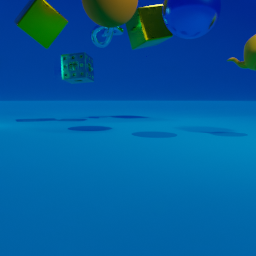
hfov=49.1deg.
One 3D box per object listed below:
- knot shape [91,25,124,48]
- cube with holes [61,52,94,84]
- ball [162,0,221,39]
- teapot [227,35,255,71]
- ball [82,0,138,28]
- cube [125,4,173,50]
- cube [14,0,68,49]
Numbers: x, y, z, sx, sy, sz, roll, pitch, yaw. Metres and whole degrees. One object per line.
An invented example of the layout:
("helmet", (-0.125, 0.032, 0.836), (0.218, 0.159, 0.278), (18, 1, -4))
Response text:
("knot shape", (-0.777, -4.095, 11.840), (1.506, 0.696, 1.409), (-42, -8, 27))
("cube with holes", (-1.968, -2.338, 11.045), (0.968, 0.968, 0.968), (-3, -1, 11))
("ball", (1.312, -2.473, 5.829), (1.191, 1.191, 1.191), (0, 6, 0))
("teapot", (3.062, -1.790, 6.404), (1.593, 0.780, 0.991), (-30, -27, 35))
("ball", (-0.447, -3.229, 6.948), (1.400, 1.400, 1.400), (0, 6, 0))
("cube", (0.866, -4.303, 12.016), (1.372, 1.372, 1.372), (-18, 7, -24))
("cube", (-3.162, -3.854, 10.147), (1.275, 1.275, 1.275), (37, 5, -35))
